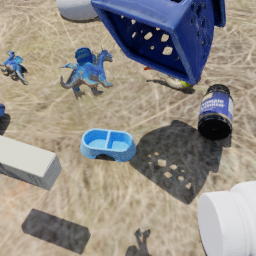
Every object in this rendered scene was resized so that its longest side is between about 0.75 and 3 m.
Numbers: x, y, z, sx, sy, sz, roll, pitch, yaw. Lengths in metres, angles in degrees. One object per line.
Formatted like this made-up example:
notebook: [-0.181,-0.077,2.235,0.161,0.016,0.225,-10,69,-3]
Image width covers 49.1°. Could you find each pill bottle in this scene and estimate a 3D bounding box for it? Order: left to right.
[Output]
pill bottle: [2.547,-0.508,8.077,0.919,0.919,1.643,12,48,10]
pill bottle: [2.946,1.814,5.467,2.834,1.607,1.607,-5,48,-4]

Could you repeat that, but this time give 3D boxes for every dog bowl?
dog bowl: [-0.541,0.425,7.587,1.543,0.382,0.860,6,47,5]

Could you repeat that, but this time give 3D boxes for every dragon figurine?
dragon figurine: [-3.933,-2.217,9.911,1.773,0.522,0.882,27,53,24]
dragon figurine: [-0.554,-0.711,3.376,1.262,0.371,0.628,-17,77,-58]

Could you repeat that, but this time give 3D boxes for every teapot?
teapot: [-2.240,-6.151,12.711,2.352,1.717,2.321,-7,48,-6]

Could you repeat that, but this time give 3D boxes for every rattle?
rattle: [1.535,-2.064,9.529,1.656,1.078,1.183,16,50,25]

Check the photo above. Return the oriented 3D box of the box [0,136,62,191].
box: [-1.960,0.581,4.970,1.450,0.596,0.496,16,55,13]

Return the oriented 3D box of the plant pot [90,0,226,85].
plant pot: [0.787,-2.260,5.467,1.934,1.934,1.739,31,85,29]

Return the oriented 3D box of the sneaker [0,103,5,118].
sneaker: [-4.218,0.220,7.426,1.063,1.182,2.874,-13,24,23]
